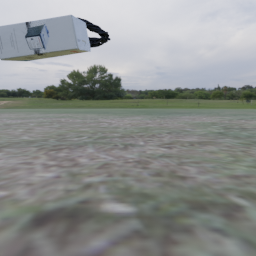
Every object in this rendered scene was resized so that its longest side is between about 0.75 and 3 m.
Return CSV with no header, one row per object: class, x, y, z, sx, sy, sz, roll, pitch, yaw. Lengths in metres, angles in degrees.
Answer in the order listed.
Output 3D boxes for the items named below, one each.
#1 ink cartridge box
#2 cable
ink cartridge box,-1.256,-1.339,4.300,1.171,0.503,0.857,-8,12,7
cable,-1.539,-3.800,11.046,1.883,0.478,1.537,12,-20,43
